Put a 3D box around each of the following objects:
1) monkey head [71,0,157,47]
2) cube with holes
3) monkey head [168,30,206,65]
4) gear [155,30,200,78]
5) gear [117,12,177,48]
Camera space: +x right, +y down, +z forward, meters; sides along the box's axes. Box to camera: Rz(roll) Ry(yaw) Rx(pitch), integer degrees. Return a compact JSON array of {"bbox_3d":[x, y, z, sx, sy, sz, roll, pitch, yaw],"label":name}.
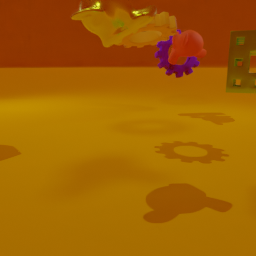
[{"bbox_3d":[-0.180,-1.813,4.253,1.073,0.899,1.492,-12,35,38],"label":"monkey head"},{"bbox_3d":[1.710,-0.834,3.625,0.737,0.737,0.737,6,12,23],"label":"cube with holes"},{"bbox_3d":[2.055,-2.802,9.944,1.069,1.276,1.774,28,10,36],"label":"monkey head"},{"bbox_3d":[1.921,-2.830,10.739,1.736,1.736,0.321,-3,1,-11],"label":"gear"},{"bbox_3d":[0.383,-2.235,6.483,1.463,0.271,1.463,-8,-1,0],"label":"gear"}]
